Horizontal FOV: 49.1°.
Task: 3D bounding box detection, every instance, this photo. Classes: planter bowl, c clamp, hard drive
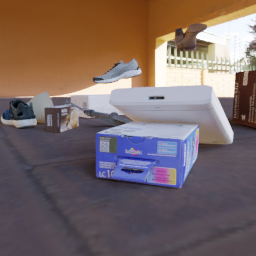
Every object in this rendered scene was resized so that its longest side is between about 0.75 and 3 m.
[{"bbox_3d":[-3.622,-0.751,11.493,0.882,1.310,1.310,-20,17,-27],"label":"planter bowl"},{"bbox_3d":[-0.675,-0.315,9.516,2.187,0.347,2.560,25,-8,-39],"label":"c clamp"},{"bbox_3d":[1.118,-0.170,6.101,1.902,0.385,2.883,2,-15,27],"label":"hard drive"}]

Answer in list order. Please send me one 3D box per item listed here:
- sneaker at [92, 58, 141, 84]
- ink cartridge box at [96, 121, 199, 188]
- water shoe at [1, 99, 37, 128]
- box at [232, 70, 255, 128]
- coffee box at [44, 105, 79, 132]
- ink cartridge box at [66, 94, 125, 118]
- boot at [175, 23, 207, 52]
[{"bbox_3d":[-0.589,-2.687,13.528,2.364,0.937,0.874,-17,10,-1],"label":"sneaker"},{"bbox_3d":[0.368,0.383,4.835,1.415,0.792,2.074,3,7,21],"label":"ink cartridge box"},{"bbox_3d":[-4.243,-0.623,10.959,0.940,1.038,2.630,-7,11,-41],"label":"water shoe"},{"bbox_3d":[5.471,-1.088,10.385,2.087,2.109,2.542,-1,8,-6],"label":"box"},{"bbox_3d":[-2.306,-0.370,9.889,0.591,0.849,1.484,2,8,13],"label":"coffee box"},{"bbox_3d":[-1.600,-1.244,14.923,2.673,1.121,2.347,-7,11,-39],"label":"ink cartridge box"},{"bbox_3d":[2.802,-3.921,12.336,1.585,0.557,1.159,4,-34,33],"label":"boot"}]
